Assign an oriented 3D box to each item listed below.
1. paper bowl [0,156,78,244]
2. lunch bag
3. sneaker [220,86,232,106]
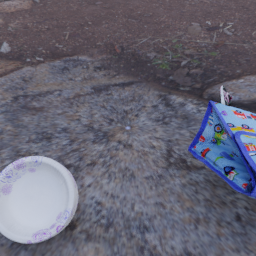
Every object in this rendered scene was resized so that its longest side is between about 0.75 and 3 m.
[{"bbox_3d":[-1.846,1.445,5.736,1.650,0.858,1.650,0,74,-1],"label":"paper bowl"},{"bbox_3d":[2.808,0.779,5.406,2.255,1.409,2.996,15,20,-10],"label":"lunch bag"},{"bbox_3d":[3.326,-1.053,9.499,0.388,0.361,0.899,2,54,13],"label":"sneaker"}]
